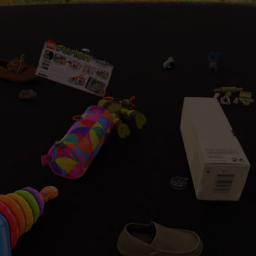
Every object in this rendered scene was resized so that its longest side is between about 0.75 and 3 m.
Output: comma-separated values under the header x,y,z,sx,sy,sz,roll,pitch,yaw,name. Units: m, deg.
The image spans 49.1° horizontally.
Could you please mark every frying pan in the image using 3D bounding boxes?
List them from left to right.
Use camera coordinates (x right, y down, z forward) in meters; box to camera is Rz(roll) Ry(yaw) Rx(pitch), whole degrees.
x,y,z,sx,sy,sz,roll,pitch,yaw,name
1.419,1.348,7.000,0.757,0.123,0.458,-4,30,0,frying pan

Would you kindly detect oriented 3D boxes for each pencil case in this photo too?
x,y,z,sx,sy,sz,roll,pitch,yaw,name
-1.273,0.305,7.861,1.138,1.138,2.574,8,29,15,pencil case

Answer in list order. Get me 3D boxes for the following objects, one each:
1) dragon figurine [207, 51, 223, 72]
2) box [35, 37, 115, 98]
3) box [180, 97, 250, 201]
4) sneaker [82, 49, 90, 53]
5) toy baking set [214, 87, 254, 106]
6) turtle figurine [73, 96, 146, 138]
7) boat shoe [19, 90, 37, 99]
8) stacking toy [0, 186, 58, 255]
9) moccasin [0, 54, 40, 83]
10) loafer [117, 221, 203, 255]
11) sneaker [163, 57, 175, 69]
x,y,z,sx,sy,sz,roll,pitch,yaw,name
4.600,-3.660,14.758,0.656,1.108,2.228,13,32,20,dragon figurine
-2.021,-2.320,10.930,2.725,1.500,0.473,18,7,-12,box
2.104,0.393,7.343,1.018,1.223,2.976,1,36,1,box
-2.877,-3.546,14.654,1.128,1.017,2.752,12,31,12,sneaker
4.235,-1.345,11.581,1.976,0.230,1.516,0,30,0,toy baking set
-0.375,-0.594,9.623,2.678,0.862,2.159,-20,35,-31,turtle figurine
-4.094,-1.333,11.457,0.975,0.369,0.350,5,-14,39,boat shoe
-2.151,1.660,5.769,1.140,1.078,1.965,13,20,27,stacking toy
-5.331,-2.868,13.328,2.959,1.142,1.082,14,33,24,moccasin
0.601,2.105,5.211,1.616,0.545,0.614,0,30,0,loafer
2.345,-3.495,15.215,0.478,0.427,1.196,17,40,22,sneaker
